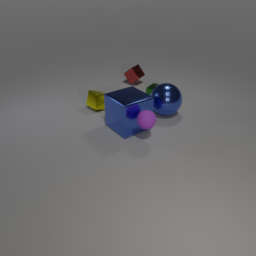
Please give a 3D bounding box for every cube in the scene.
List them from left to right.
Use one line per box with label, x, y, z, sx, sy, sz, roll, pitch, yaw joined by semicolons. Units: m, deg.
cube;-1.359;-1.270;12.601;0.700;0.700;0.700;28;23;37
cube;0.023;-0.656;11.037;1.400;1.400;1.400;-20;36;-30
cube;0.347;-2.906;15.163;0.700;0.700;0.700;-27;8;44
cube;1.326;-1.658;13.415;0.700;0.700;0.700;20;36;30

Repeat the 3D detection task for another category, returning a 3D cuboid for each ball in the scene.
ball;0.666;-0.300;10.121;0.700;0.700;0.700;0;31;0
ball;1.619;-1.220;11.993;1.400;1.400;1.400;0;31;0
